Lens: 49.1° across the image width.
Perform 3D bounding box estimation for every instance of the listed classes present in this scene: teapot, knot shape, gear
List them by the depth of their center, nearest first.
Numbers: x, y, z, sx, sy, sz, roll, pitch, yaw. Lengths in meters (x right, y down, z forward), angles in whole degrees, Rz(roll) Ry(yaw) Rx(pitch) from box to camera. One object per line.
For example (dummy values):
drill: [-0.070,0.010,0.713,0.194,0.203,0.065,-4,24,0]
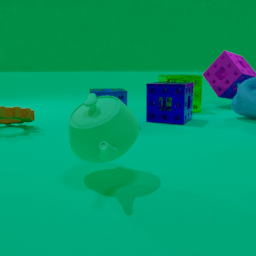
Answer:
teapot: [-0.389,-0.022,4.007,1.058,0.833,1.702,-21,35,-1]
knot shape: [3.416,-0.796,6.651,1.776,1.898,0.877,-18,-2,-30]
gear: [-3.199,-0.303,7.289,1.436,0.266,1.436,-4,-5,0]
teapot: [3.790,-0.840,8.712,1.788,0.875,1.112,19,-5,-39]

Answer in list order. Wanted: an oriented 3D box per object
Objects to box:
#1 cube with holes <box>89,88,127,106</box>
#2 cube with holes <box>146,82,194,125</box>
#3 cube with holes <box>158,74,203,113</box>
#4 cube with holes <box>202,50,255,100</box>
cube with holes: [-0.574,-0.585,7.915,0.985,0.985,0.985,-2,13,-8]
cube with holes: [1.286,-0.799,8.503,1.138,1.138,1.138,5,13,24]
cube with holes: [1.892,-1.313,10.459,1.311,1.311,1.311,-1,12,-6]
cube with holes: [4.141,-2.086,11.300,1.296,1.296,1.296,2,52,-38]
